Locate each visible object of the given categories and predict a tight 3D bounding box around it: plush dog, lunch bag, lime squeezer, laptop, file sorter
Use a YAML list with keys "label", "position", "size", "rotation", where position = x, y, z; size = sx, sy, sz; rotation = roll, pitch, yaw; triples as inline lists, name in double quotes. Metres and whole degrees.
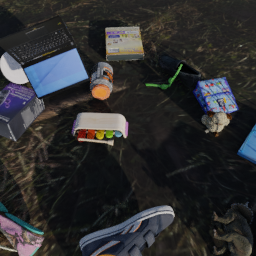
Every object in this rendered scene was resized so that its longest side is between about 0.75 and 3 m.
- label: "plush dog"
  position: [3.340, -0.267, 10.458]
  size: [1.058, 0.909, 0.849]
  rotation: [6, 50, 5]
- label: "lunch bag"
  position: [3.608, -1.136, 11.446]
  size: [1.253, 0.783, 1.665]
  rotation: [-11, 63, -11]
- label: "lime squeezer"
  position: [1.694, -2.069, 12.217]
  size: [1.778, 0.335, 0.628]
  rotation: [-29, 62, 11]
- label: "laptop"
  position: [-2.290, -1.892, 7.990]
  size: [1.814, 2.047, 1.057]
  rotation: [-22, 75, 1]
- label: "file sorter"
  position: [5.281, 0.147, 9.746]
  size: [1.662, 1.470, 2.396]
  rotation: [31, 56, 23]

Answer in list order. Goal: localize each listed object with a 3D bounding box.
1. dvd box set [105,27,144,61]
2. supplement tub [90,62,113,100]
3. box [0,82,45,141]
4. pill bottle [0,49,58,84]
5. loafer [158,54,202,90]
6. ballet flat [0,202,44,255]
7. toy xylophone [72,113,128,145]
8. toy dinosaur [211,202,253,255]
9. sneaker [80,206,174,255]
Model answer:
- label: "dvd box set"
  position: [-0.220, -4.351, 14.312]
  size: [1.848, 0.371, 2.525]
  rotation: [-4, 49, -3]
- label: "supplement tub"
  position: [-1.123, -1.994, 11.917]
  size: [0.944, 0.944, 1.540]
  rotation: [-1, 50, -1]
- label: "box"
  position: [-4.396, -0.653, 10.726]
  size: [1.424, 1.004, 1.924]
  rotation: [18, 51, 14]
- label: "pill bottle"
  position: [-4.056, -2.939, 11.797]
  size: [1.569, 1.569, 2.746]
  rotation: [7, 29, 6]
- label: "loafer"
  position: [2.331, -2.709, 12.562]
  size: [0.855, 0.884, 2.519]
  rotation: [-29, 55, -23]
- label: "ballet flat"
  position: [-3.708, 2.710, 7.979]
  size: [2.911, 1.006, 1.036]
  rotation: [27, 72, 20]
- label: "toy xylophone"
  position: [-1.092, 0.046, 10.431]
  size: [2.162, 0.543, 1.583]
  rotation: [8, 50, 7]
- label: "toy dinosaur"
  position: [2.956, 2.943, 7.737]
  size: [1.201, 0.904, 2.348]
  rotation: [2, 46, 11]
- label: "sneaker"
  position: [0.123, 3.078, 7.522]
  size: [2.716, 1.065, 1.079]
  rotation: [-22, 48, -5]
